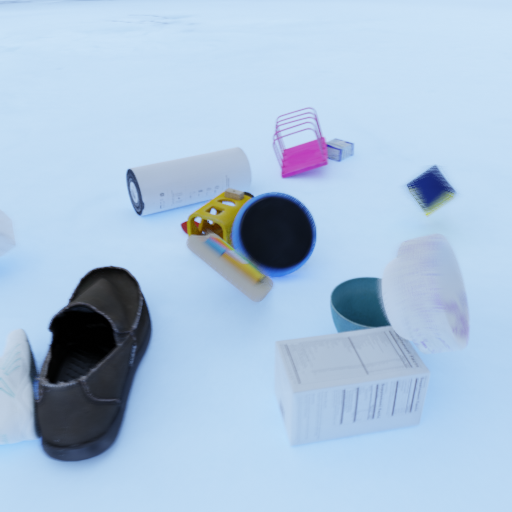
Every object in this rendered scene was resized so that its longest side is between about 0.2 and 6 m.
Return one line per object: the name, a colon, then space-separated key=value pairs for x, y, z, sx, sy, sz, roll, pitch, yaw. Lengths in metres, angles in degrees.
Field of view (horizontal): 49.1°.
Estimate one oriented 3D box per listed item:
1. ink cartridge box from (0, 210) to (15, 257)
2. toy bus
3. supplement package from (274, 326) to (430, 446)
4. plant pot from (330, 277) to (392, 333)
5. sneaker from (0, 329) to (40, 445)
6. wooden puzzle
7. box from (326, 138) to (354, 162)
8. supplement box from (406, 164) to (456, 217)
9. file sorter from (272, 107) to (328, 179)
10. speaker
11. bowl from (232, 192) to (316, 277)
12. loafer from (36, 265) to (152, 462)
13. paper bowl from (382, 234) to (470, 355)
ink cartridge box: x=-4.873 y=-0.197 z=9.646 sx=1.301 sy=0.547 sz=0.946 roll=-35 pitch=43 yaw=-2
toy bus: x=-0.445 y=-0.754 z=10.662 sx=1.858 sy=1.017 sz=1.969 roll=-9 pitch=33 yaw=-14
supplement package: x=1.139 y=1.591 z=6.979 sx=1.682 sy=0.921 sz=0.957 roll=-6 pitch=32 yaw=-9
plant pot: x=1.648 y=0.973 z=8.073 sx=1.216 sy=0.819 sz=1.216 roll=0 pitch=32 yaw=0
sneaker: x=-3.218 y=1.621 z=7.199 sx=0.763 sy=0.670 sz=1.905 roll=-13 pitch=35 yaw=-15
wooden puzzle: x=-0.330 y=0.104 z=8.706 sx=1.410 sy=0.284 sz=1.524 roll=39 pitch=9 yaw=3
box: x=2.098 y=-2.745 z=14.495 sx=0.598 sy=0.341 sz=0.650 roll=25 pitch=40 yaw=35
supplement box: x=3.391 y=-1.240 z=10.859 sx=0.669 sy=0.665 sz=1.222 roll=-35 pitch=-10 yaw=15
file sorter: x=1.038 y=-2.820 z=13.672 sx=1.143 sy=1.031 sz=1.644 roll=-15 pitch=29 yaw=14
speaker: x=-1.403 y=-1.621 z=12.046 sx=2.556 sy=1.038 sz=1.038 roll=-17 pitch=36 yaw=-24
bowl: x=0.333 y=-0.382 z=9.714 sx=1.482 sy=1.482 sz=0.291 roll=-4 pitch=-2 yaw=-6
loafer: x=-2.116 y=1.040 z=7.574 sx=1.254 sy=1.225 sz=3.435 roll=-4 pitch=32 yaw=-6
paper bowl: x=2.048 y=0.484 z=6.845 sx=0.739 sy=1.422 sz=1.422 roll=-16 pitch=22 yaw=32
